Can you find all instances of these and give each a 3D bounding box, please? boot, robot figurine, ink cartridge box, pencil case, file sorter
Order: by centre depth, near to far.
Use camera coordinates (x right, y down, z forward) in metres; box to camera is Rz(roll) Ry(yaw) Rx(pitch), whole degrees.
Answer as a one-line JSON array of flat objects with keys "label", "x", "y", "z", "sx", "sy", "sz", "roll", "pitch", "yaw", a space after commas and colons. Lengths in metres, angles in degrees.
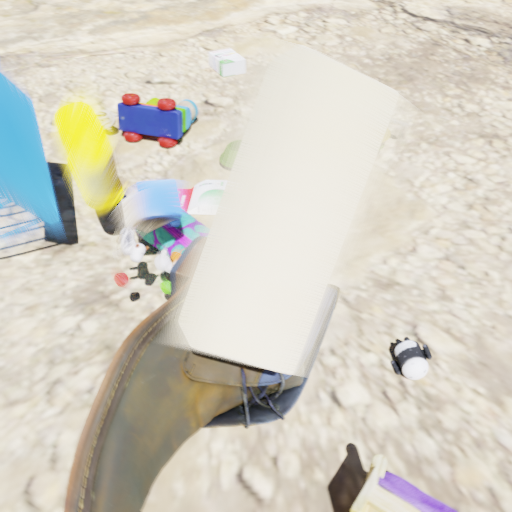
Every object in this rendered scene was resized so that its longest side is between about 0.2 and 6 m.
[{"label": "boot", "x": -0.345, "y": 1.260, "z": 5.560, "sx": 1.788, "sy": 1.378, "sz": 3.689, "roll": 13, "pitch": 47, "yaw": 11}, {"label": "robot figurine", "x": 1.798, "y": 1.195, "z": 6.507, "sx": 0.320, "sy": 0.386, "sz": 0.514, "roll": 9, "pitch": 36, "yaw": -16}, {"label": "file sorter", "x": -3.544, "y": -1.293, "z": 7.019, "sx": 1.220, "sy": 1.380, "sz": 1.989, "roll": -22, "pitch": 71, "yaw": 6}, {"label": "pencil case", "x": -1.009, "y": -0.237, "z": 7.887, "sx": 1.731, "sy": 0.800, "sz": 0.737, "roll": 33, "pitch": 84, "yaw": 36}, {"label": "ink cartridge box", "x": -0.982, "y": -0.982, "z": 9.263, "sx": 0.984, "sy": 0.247, "sz": 0.792, "roll": 3, "pitch": 39, "yaw": 2}, {"label": "ink cartridge box", "x": -0.725, "y": -4.772, "z": 13.819, "sx": 0.637, "sy": 0.369, "sz": 0.879, "roll": -17, "pitch": 42, "yaw": -20}]

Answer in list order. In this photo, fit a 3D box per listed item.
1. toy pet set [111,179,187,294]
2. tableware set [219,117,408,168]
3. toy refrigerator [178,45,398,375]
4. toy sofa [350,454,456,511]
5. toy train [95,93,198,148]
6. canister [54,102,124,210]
[{"label": "toy pet set", "x": -1.078, "y": -0.228, "z": 6.720, "sx": 0.686, "sy": 1.292, "sz": 1.206, "roll": -20, "pitch": 73, "yaw": 25}, {"label": "tableware set", "x": 1.047, "y": -2.093, "z": 10.497, "sx": 3.296, "sy": 0.506, "sz": 2.221, "roll": -31, "pitch": 46, "yaw": -31}, {"label": "toy refrigerator", "x": 0.198, "y": -0.347, "z": 4.599, "sx": 0.899, "sy": 2.367, "sz": 0.828, "roll": 18, "pitch": 3, "yaw": -18}, {"label": "toy sofa", "x": 1.717, "y": 2.399, "z": 4.665, "sx": 1.825, "sy": 0.756, "sz": 0.890, "roll": 24, "pitch": 46, "yaw": 26}, {"label": "toy train", "x": -2.290, "y": -2.856, "z": 11.143, "sx": 2.122, "sy": 0.898, "sz": 1.228, "roll": 12, "pitch": 30, "yaw": 14}, {"label": "canister", "x": -2.036, "y": -1.193, "z": 6.860, "sx": 0.528, "sy": 1.219, "sz": 0.906, "roll": -24, "pitch": 78, "yaw": -15}]
